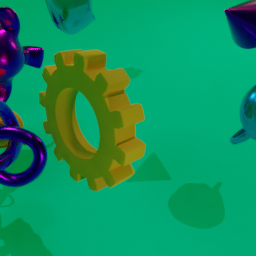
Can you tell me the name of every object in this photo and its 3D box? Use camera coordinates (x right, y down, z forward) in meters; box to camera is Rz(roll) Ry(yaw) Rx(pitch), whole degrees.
[{"bbox_3d":[1.953,-1.934,4.885,0.935,0.931,0.931,1,44,-38],"label":"cone"},{"bbox_3d":[-0.578,-0.092,3.858,0.349,1.887,1.887,-21,51,-41],"label":"gear"},{"bbox_3d":[-2.477,0.021,5.308,1.316,0.819,0.645,24,29,-20],"label":"teapot"},{"bbox_3d":[2.686,-0.344,5.121,1.965,0.962,1.222,-41,90,10],"label":"teapot"},{"bbox_3d":[-2.428,-1.482,5.838,1.428,1.984,1.196,5,26,-28],"label":"monkey head"},{"bbox_3d":[-2.070,0.192,4.500,1.479,0.683,1.384,12,58,-35],"label":"knot shape"},{"bbox_3d":[-0.939,-2.239,4.932,0.876,1.790,1.113,-13,87,1],"label":"teapot"}]
